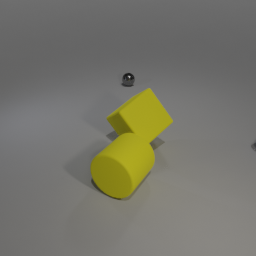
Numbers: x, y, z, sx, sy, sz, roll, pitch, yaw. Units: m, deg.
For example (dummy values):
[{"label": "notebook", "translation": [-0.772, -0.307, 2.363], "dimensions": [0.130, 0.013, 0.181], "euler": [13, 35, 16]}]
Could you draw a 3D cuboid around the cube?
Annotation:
[{"label": "cube", "translation": [0.367, -0.281, 9.547], "dimensions": [1.400, 1.400, 1.400], "euler": [-40, 9, -21]}]

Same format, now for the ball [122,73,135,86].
[{"label": "ball", "translation": [0.023, -2.617, 15.074], "dimensions": [0.700, 0.700, 0.700], "euler": [0, 30, 0]}]

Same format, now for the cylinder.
[{"label": "cylinder", "translation": [-0.132, 1.050, 8.085], "dimensions": [1.400, 1.400, 1.400], "euler": [16, 32, 25]}]
